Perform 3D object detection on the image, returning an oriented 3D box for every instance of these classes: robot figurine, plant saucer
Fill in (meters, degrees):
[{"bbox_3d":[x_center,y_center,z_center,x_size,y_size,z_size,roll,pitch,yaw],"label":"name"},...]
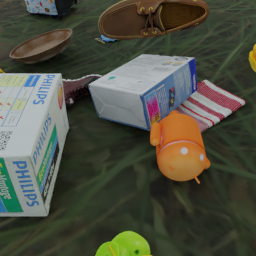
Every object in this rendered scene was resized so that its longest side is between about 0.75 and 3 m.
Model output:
[{"bbox_3d":[1.098,0.391,5.908,1.006,1.240,1.724,-15,38,15],"label":"robot figurine"},{"bbox_3d":[-2.934,-2.796,9.722,2.270,0.415,2.270,-13,36,10],"label":"plant saucer"}]

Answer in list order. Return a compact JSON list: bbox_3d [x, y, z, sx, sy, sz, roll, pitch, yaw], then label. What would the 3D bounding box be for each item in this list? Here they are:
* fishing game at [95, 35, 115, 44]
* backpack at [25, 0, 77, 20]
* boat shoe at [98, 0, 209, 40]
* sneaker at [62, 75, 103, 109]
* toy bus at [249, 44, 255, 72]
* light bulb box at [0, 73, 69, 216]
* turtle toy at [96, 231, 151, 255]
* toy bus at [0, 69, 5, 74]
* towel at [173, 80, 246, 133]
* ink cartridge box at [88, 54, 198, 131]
[{"bbox_3d":[-0.661,-3.672,11.258,0.840,0.182,1.173,33,58,32],"label":"fishing game"},{"bbox_3d":[-3.768,-6.207,13.093,2.216,1.792,2.327,1,43,18],"label":"backpack"},{"bbox_3d":[0.630,-2.831,7.096,2.860,1.029,0.966,-8,25,3],"label":"boat shoe"},{"bbox_3d":[-1.361,-0.922,7.807,1.708,0.646,0.986,-6,45,8],"label":"sneaker"},{"bbox_3d":[5.082,-2.849,8.588,2.329,2.236,1.580,-10,42,10],"label":"toy bus"},{"bbox_3d":[-2.755,0.214,5.594,2.648,1.652,2.625,1,40,0],"label":"light bulb box"},{"bbox_3d":[-0.143,2.251,3.690,1.472,1.021,2.020,-17,34,22],"label":"turtle toy"},{"bbox_3d":[-4.292,-1.749,8.486,0.624,0.882,0.919,13,41,17],"label":"toy bus"},{"bbox_3d":[2.075,-0.671,7.731,2.042,0.232,1.471,-28,49,-29],"label":"towel"},{"bbox_3d":[0.598,-1.163,7.424,1.820,1.018,2.667,17,43,40],"label":"ink cartridge box"}]
